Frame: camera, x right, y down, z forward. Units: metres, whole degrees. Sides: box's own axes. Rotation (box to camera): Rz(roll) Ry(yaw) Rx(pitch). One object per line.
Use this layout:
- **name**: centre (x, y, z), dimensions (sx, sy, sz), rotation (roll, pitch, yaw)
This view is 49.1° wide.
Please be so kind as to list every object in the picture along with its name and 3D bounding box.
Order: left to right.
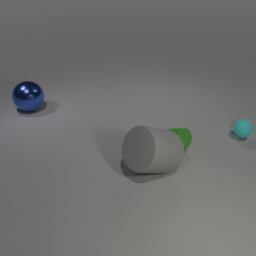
- **ball**: centre (-4.537, -1.437, 12.758), dimensions (1.400, 1.400, 1.400), rotation (0, 31, 0)
- **cylinder**: centre (0.778, 0.694, 8.678), dimensions (1.400, 1.400, 1.400), rotation (10, 17, -45)
- **cylinder**: centre (1.792, 0.363, 9.995), dimensions (0.700, 0.700, 0.700), rotation (-25, 13, -36)
- **ball**: centre (4.410, 0.021, 10.699), dimensions (0.700, 0.700, 0.700), rotation (0, 31, 0)
